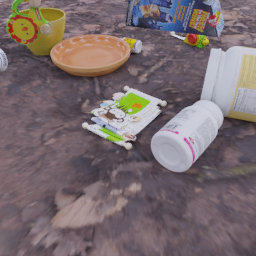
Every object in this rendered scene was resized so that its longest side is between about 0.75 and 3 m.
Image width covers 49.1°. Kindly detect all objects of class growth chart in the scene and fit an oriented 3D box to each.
[{"bbox_3d":[-0.089,-0.412,7.845,1.817,0.223,2.511,20,42,24],"label":"growth chart"}]

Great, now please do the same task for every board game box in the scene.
[{"bbox_3d":[1.221,-3.084,6.266,2.304,2.306,0.711,24,52,10],"label":"board game box"}]

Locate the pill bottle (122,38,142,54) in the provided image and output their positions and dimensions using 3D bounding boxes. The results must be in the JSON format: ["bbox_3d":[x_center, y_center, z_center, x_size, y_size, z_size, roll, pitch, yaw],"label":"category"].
[{"bbox_3d":[0.048,-3.311,11.188,0.932,0.509,0.509,18,42,22],"label":"pill bottle"}]

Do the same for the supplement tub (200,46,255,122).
[{"bbox_3d":[3.337,-1.100,7.344,2.595,1.887,1.887,12,40,14],"label":"supplement tub"}]

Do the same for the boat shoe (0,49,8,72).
[{"bbox_3d":[-2.912,-1.176,5.093,1.596,0.587,0.522,-3,20,32],"label":"boat shoe"}]

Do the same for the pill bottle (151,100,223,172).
[{"bbox_3d":[1.439,0.115,6.526,1.025,1.025,1.809,27,46,30],"label":"pill bottle"}]

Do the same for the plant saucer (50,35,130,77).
[{"bbox_3d":[-1.359,-2.683,10.372,2.895,0.542,2.895,0,39,0],"label":"plant saucer"}]

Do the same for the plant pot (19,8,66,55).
[{"bbox_3d":[-3.360,-3.695,10.952,1.975,1.402,1.975,1,39,0],"label":"plant pot"}]

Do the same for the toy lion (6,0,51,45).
[{"bbox_3d":[-2.954,-3.101,8.136,1.245,1.298,0.446,-14,41,-2],"label":"toy lion"}]

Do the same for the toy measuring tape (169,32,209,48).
[{"bbox_3d":[2.599,-4.011,11.907,0.757,0.757,2.057,-26,46,-29],"label":"toy measuring tape"}]
